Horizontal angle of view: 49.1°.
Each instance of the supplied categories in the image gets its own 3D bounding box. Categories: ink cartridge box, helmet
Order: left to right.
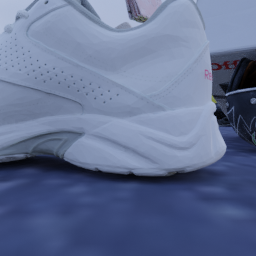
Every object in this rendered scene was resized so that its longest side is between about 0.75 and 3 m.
[{"bbox_3d":[1.100,-0.183,2.076,0.762,0.726,0.762,21,-23,9],"label":"helmet"},{"bbox_3d":[1.718,-0.635,2.962,1.482,0.860,2.054,1,-22,36],"label":"ink cartridge box"}]

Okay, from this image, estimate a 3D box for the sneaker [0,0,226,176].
[{"bbox_3d":[-0.460,-0.269,1.492,1.851,0.920,0.721,0,2,12],"label":"sneaker"}]

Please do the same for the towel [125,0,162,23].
[{"bbox_3d":[0.164,-3.527,6.678,0.381,2.258,2.365,-20,5,26],"label":"towel"}]

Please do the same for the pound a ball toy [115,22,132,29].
[{"bbox_3d":[0.377,-0.965,6.506,1.064,2.504,1.633,-24,-1,24],"label":"pound a ball toy"}]

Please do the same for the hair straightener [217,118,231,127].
[{"bbox_3d":[3.661,-0.289,9.133,2.376,0.486,0.914,0,2,3],"label":"hair straightener"}]

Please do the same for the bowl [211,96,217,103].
[{"bbox_3d":[4.258,-0.826,12.962,2.013,1.083,2.013,39,-13,11],"label":"bowl"}]

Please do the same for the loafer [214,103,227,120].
[{"bbox_3d":[3.685,-0.587,9.956,2.464,0.865,0.836,2,-43,-13],"label":"loafer"}]
